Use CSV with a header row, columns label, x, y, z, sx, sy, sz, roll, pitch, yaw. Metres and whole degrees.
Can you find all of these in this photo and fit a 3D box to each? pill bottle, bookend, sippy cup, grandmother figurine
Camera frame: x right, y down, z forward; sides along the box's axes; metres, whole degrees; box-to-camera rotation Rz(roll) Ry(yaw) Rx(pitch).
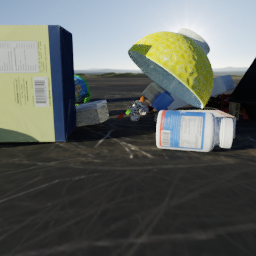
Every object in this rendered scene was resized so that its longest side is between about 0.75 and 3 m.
label,x,y,z,sx,sy,sz,roll,pitch,yaw
pill bottle,1.525,0.075,6.489,1.644,0.923,0.923,4,13,13
bookend,5.419,-1.138,10.358,2.790,2.773,1.285,45,-17,-34
sippy cup,-3.051,-1.998,15.162,1.888,1.482,1.384,-5,21,24
grandmother figurine,0.925,-0.826,11.895,0.875,0.437,1.442,-23,2,33

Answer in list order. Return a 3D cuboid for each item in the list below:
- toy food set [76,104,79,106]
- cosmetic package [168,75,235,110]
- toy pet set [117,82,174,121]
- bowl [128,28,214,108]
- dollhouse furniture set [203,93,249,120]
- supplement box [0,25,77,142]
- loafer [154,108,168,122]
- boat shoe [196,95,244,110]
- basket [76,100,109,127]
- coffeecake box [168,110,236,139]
label,x,y,z,sx,sy,sz,roll,pitch,yaw
toy food set,-2.518,-0.672,10.965,2.267,0.455,1.565,-4,13,-17
cosmetic package,2.897,-1.442,11.789,2.730,0.705,2.058,-19,3,31
toy pet set,0.775,-0.792,10.709,1.048,1.842,1.973,45,19,2
bowl,1.618,-2.112,8.799,2.967,1.597,2.967,36,2,-1
dollhouse furniture set,3.699,-0.796,10.554,2.148,0.874,1.156,-8,15,-32
supplement box,-3.045,-1.209,7.659,2.902,2.905,1.950,0,12,-2
loafer,1.244,-0.509,10.374,0.449,0.393,1.249,4,13,19
boat shoe,4.165,-1.167,12.762,2.239,0.702,0.819,13,17,41
basket,-1.215,-0.475,9.130,1.054,0.650,0.715,-9,14,26
coffeecake box,2.000,-0.124,8.071,1.704,0.623,1.308,-1,12,-3
